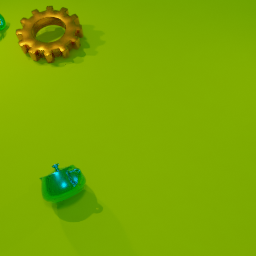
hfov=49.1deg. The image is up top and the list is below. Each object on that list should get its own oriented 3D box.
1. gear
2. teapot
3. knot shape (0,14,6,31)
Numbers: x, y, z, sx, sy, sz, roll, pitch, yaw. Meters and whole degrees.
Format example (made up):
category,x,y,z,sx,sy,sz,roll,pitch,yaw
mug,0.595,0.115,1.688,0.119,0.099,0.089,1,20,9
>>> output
category,x,y,z,sx,sy,sz,roll,pitch,yaw
gear,-2.515,-3.061,9.069,2.060,0.381,2.060,0,65,0
teapot,-1.423,1.113,5.893,0.939,1.511,0.740,-22,89,-48
knot shape,-4.738,-3.459,9.518,1.097,0.507,1.027,-17,55,-8
